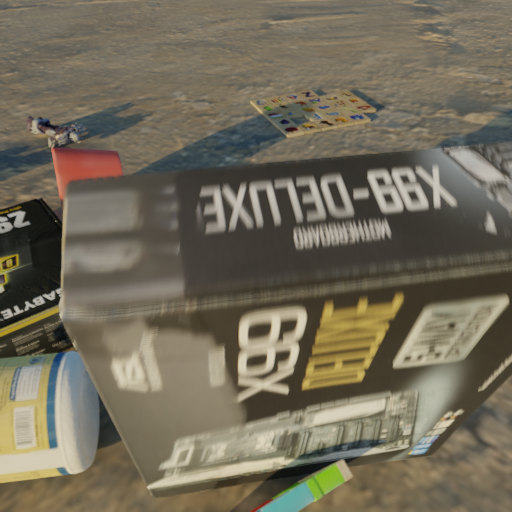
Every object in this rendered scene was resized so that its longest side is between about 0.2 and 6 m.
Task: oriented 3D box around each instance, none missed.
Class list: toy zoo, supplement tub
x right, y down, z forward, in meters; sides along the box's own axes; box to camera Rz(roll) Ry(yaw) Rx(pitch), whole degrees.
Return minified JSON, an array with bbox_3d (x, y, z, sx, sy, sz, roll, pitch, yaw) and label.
[{"bbox_3d":[-0.070,2.426,5.008,1.777,1.166,0.182,-22,68,-25],"label":"toy zoo"},{"bbox_3d":[-2.615,1.694,5.835,1.738,1.257,1.257,-4,38,-6],"label":"supplement tub"}]

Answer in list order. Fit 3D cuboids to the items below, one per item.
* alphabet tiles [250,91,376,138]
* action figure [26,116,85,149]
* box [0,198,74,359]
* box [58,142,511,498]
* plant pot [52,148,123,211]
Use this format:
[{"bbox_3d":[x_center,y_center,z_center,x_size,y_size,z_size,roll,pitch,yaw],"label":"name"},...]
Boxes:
[{"bbox_3d":[1.469,-3.579,13.691,2.623,0.099,2.193,-14,39,-18],"label":"alphabet tiles"},{"bbox_3d":[-4.350,-2.715,12.290,1.367,0.474,0.889,22,36,21],"label":"action figure"},{"bbox_3d":[-4.055,0.618,7.607,3.478,0.858,2.777,-24,42,-27],"label":"box"},{"bbox_3d":[0.426,0.867,4.649,3.108,3.941,0.981,-6,55,-8],"label":"box"},{"bbox_3d":[-2.880,-1.319,9.710,1.088,1.230,1.230,-10,39,-17],"label":"plant pot"}]
